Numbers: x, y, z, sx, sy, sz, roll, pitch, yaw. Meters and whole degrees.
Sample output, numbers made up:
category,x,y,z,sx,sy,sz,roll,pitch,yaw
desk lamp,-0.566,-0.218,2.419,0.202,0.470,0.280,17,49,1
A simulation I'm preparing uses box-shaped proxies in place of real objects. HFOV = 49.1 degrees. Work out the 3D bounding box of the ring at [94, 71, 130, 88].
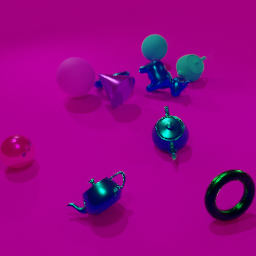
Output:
category,x,y,z,sx,sy,sz,roll,pitch,yaw
ring,-0.600,-1.800,10.346,1.426,0.285,1.426,-17,14,4

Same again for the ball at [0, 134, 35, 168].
category,x,y,z,sx,sy,sz,roll,pitch,yaw
ball,-2.739,0.577,6.929,0.841,0.841,0.841,0,35,0

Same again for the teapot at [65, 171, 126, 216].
category,x,y,z,sx,sy,sz,roll,pitch,yaw
teapot,-0.614,1.369,5.760,1.383,0.860,0.677,-35,82,-4

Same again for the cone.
category,x,y,z,sx,sy,sz,roll,pitch,yaw
cone,-0.580,-1.488,9.244,1.174,1.169,1.169,38,47,18

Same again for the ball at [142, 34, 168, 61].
category,x,y,z,sx,sy,sz,roll,pitch,yaw
ball,1.161,-3.480,12.210,1.134,1.134,1.134,0,35,0

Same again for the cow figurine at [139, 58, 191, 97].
category,x,y,z,sx,sy,sz,roll,pitch,yaw
cow figurine,1.331,-1.795,9.931,1.552,1.577,0.866,-19,8,25

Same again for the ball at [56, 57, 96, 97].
category,x,y,z,sx,sy,sz,roll,pitch,yaw
ball,-1.780,-1.743,9.600,1.325,1.325,1.325,0,35,0

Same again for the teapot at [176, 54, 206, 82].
category,x,y,z,sx,sy,sz,roll,pitch,yaw
teapot,2.416,-2.339,10.801,1.753,0.858,1.090,-35,89,-28

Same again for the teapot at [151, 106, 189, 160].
category,x,y,z,sx,sy,sz,roll,pitch,yaw
teapot,1.122,0.150,7.431,1.018,0.801,1.637,-7,63,6

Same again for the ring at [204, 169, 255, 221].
category,x,y,z,sx,sy,sz,roll,pitch,yaw
ring,2.043,1.351,5.602,1.129,1.129,0.226,-10,19,-14
